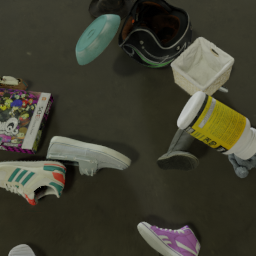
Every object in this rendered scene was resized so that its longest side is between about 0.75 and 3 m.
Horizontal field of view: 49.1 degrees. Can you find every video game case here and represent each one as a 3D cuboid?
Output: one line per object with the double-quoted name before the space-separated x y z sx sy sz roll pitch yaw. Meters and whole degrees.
"video game case" -4.020 -0.314 9.445 2.465 0.441 2.235 7 59 4

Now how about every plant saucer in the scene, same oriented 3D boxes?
"plant saucer" -0.971 -2.644 8.113 1.799 0.323 1.799 -32 39 30

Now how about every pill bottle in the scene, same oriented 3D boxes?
"pill bottle" 2.384 -0.019 7.283 1.973 1.109 1.109 30 63 -1

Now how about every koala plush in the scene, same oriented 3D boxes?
"koala plush" 3.652 0.687 8.385 1.077 1.214 1.116 -20 61 -12

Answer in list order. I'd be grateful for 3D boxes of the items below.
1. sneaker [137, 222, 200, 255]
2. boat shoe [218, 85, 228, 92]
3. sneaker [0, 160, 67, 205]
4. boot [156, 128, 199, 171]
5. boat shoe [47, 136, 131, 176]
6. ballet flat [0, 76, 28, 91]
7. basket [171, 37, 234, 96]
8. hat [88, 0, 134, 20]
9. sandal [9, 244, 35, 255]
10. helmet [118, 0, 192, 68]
"sneaker" 1.124 2.885 7.505 1.690 0.612 0.964 35 59 11
"boat shoe" 3.332 -1.571 10.246 0.789 0.284 0.280 31 91 19
"sneaker" -3.007 1.610 8.045 2.427 0.855 1.135 -3 54 -5
"boot" 1.603 0.495 7.690 1.400 0.559 1.540 -5 28 48
"boat shoe" -1.231 0.992 8.493 2.613 0.912 0.931 13 70 12
"ballet flat" -4.490 -1.655 10.160 1.630 0.589 0.553 7 59 4
"basket" 2.577 -1.998 9.788 1.543 1.241 1.529 -43 66 -5
"hat" -0.738 -5.750 12.443 2.207 0.890 2.207 1 59 -1
"sandal" -2.375 3.832 6.946 0.797 0.596 2.082 -19 39 -26
"helmet" 1.045 -3.318 10.102 2.301 2.414 2.414 20 57 -20
